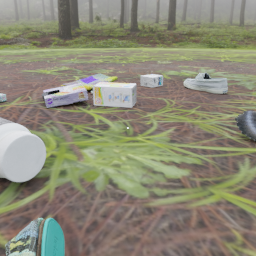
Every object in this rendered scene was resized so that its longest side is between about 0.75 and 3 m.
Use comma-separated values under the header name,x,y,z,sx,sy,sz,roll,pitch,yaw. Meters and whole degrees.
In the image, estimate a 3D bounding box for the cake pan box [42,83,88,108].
name,x,y,z,sx,sy,sz,roll,pitch,yaw
cake pan box,-2.880,-1.487,12.660,1.910,0.500,1.759,-13,21,-12

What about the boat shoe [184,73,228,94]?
name,x,y,z,sx,sy,sz,roll,pitch,yaw
boat shoe,4.177,-2.519,15.100,0.929,0.948,2.662,-16,25,-38

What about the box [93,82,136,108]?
name,x,y,z,sx,sy,sz,roll,pitch,yaw
box,-0.564,-1.466,12.263,1.731,0.877,0.973,4,20,12

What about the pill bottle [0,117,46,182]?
name,x,y,z,sx,sy,sz,roll,pitch,yaw
pill bottle,-2.975,0.412,6.470,2.201,1.252,1.252,14,24,37

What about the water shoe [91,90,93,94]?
name,x,y,z,sx,sy,sz,roll,pitch,yaw
water shoe,-1.303,-2.006,14.367,1.219,0.481,0.436,-6,20,-16

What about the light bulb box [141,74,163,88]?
name,x,y,z,sx,sy,sz,roll,pitch,yaw
light bulb box,1.382,-2.747,16.258,0.958,0.598,0.950,-16,25,-40

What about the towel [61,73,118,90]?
name,x,y,z,sx,sy,sz,roll,pitch,yaw
towel,-2.142,-2.512,15.497,2.723,0.310,1.956,-22,27,-26

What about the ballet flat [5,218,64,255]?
name,x,y,z,sx,sy,sz,roll,pitch,yaw
ballet flat,-1.097,2.020,2.885,0.958,0.958,2.582,-4,18,-10

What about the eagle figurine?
name,x,y,z,sx,sy,sz,roll,pitch,yaw
eagle figurine,4.926,-0.246,8.372,1.970,1.959,2.596,34,-34,-29

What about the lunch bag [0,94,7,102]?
name,x,y,z,sx,sy,sz,roll,pitch,yaw
lunch bag,-6.041,-1.376,12.815,0.899,0.346,0.721,12,20,30
